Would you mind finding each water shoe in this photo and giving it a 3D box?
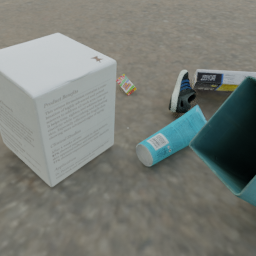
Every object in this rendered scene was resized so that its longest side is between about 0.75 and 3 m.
[{"bbox_3d":[1.715,-1.048,8.430,0.689,0.624,1.746,16,53,10],"label":"water shoe"}]

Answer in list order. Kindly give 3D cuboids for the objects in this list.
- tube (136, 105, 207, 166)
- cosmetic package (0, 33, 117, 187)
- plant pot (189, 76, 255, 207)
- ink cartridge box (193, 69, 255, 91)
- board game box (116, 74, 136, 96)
[{"bbox_3d":[1.242,0.185,7.022,2.300,0.580,0.891,-26,88,-30],"label":"tube"},{"bbox_3d":[-1.637,-0.482,6.289,1.996,2.399,2.008,33,47,29],"label":"cosmetic package"},{"bbox_3d":[2.615,0.574,4.781,2.280,1.611,1.612,34,12,-25],"label":"plant pot"},{"bbox_3d":[3.032,-1.384,8.659,1.980,0.471,2.004,4,-1,10],"label":"ink cartridge box"},{"bbox_3d":[-0.066,-1.435,9.265,0.363,0.114,0.761,-38,65,2],"label":"board game box"}]
